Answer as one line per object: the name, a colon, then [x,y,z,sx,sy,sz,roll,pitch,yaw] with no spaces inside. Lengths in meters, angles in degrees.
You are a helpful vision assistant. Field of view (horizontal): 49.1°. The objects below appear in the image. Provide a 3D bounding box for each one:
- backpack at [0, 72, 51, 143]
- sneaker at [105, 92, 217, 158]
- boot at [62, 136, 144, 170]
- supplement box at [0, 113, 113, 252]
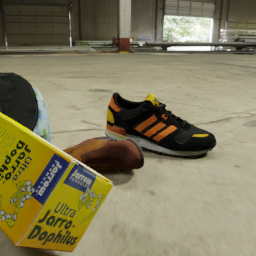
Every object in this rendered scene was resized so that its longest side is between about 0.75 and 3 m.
backpack: [-2.010,-0.068,5.338,1.264,1.341,1.644,-2,-27,-29]
sneaker: [0.708,-0.156,6.436,2.662,1.198,0.931,10,23,18]
boot: [-0.831,0.587,5.230,1.839,0.630,1.732,-13,22,-36]
supplement box: [-1.234,0.576,3.426,1.739,0.952,0.946,25,-12,33]
